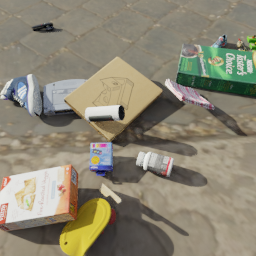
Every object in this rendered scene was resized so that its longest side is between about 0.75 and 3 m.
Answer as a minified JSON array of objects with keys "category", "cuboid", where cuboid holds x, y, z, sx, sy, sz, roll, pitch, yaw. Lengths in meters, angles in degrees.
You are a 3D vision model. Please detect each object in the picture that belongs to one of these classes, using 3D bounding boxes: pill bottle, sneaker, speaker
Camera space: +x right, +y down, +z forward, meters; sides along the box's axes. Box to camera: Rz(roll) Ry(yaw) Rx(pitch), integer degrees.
[{"category":"pill bottle","cuboid":[0.700,0.910,7.264,0.904,0.501,0.501,15,53,11]},{"category":"sneaker","cuboid":[-3.359,-0.884,8.689,1.162,0.639,1.587,-18,63,6]},{"category":"sneaker","cuboid":[3.423,-3.227,10.541,0.368,0.443,0.927,33,59,23]},{"category":"speaker","cuboid":[-0.622,-0.388,7.629,1.055,0.428,0.428,-2,49,25]}]

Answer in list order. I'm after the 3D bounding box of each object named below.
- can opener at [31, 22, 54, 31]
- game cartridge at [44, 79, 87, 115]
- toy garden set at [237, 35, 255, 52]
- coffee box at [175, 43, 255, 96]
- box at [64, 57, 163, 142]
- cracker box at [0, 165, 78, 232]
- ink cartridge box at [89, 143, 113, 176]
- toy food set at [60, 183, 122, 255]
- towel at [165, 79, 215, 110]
[{"category":"can opener","cuboid":[-3.453,-4.097,11.329,0.883,0.280,0.347,-7,53,-6]},{"category":"game cartridge","cuboid":[-1.775,-0.998,8.780,1.684,0.341,1.123,-6,67,-6]},{"category":"toy garden set","cuboid":[4.692,-3.008,10.446,1.339,0.320,1.606,2,52,2]},{"category":"coffee box","cuboid":[3.096,-2.024,9.491,2.746,0.604,1.688,11,53,9]},{"category":"box","cuboid":[-0.428,-0.974,8.575,1.956,0.255,2.393,40,66,14]},{"category":"cracker box","cuboid":[-2.078,1.611,6.484,1.778,0.513,1.191,-12,51,8]},{"category":"ink cartridge box","cuboid":[-0.688,0.831,7.290,0.583,0.326,0.854,-2,72,4]},{"category":"toy food set","cuboid":[-0.731,2.143,6.223,0.963,0.534,1.636,17,57,46]},{"category":"towel","cuboid":[1.869,-0.999,8.408,1.424,0.213,1.042,11,30,-33]}]
